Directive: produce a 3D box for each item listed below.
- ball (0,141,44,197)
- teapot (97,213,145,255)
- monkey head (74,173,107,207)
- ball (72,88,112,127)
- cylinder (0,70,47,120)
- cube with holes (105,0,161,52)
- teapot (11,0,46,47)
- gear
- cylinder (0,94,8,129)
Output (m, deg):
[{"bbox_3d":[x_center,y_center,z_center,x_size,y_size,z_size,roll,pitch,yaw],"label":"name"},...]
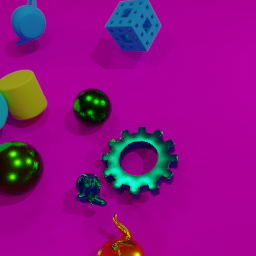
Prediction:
[{"bbox_3d":[-2.568,0.922,6.370,1.263,1.263,1.263,0,60,0],"label":"ball"},{"bbox_3d":[-0.206,2.604,5.445,0.863,1.096,1.762,29,55,-29],"label":"teapot"},{"bbox_3d":[-0.756,1.328,6.044,0.773,1.075,0.648,13,74,14],"label":"monkey head"},{"bbox_3d":[-0.930,-0.529,7.323,1.024,1.024,1.024,0,60,0],"label":"ball"},{"bbox_3d":[-2.770,-0.873,7.377,0.968,0.968,0.968,-9,39,7],"label":"cylinder"},{"bbox_3d":[0.166,-2.977,8.196,1.003,1.003,1.003,15,70,38],"label":"cube with holes"},{"bbox_3d":[-3.066,-3.147,8.449,1.018,1.638,0.802,-1,32,-48],"label":"teapot"},{"bbox_3d":[0.274,0.791,6.731,1.808,0.334,1.808,-7,52,8],"label":"gear"},{"bbox_3d":[-3.837,-0.540,6.867,1.310,1.310,1.310,-43,43,-21],"label":"cylinder"}]
